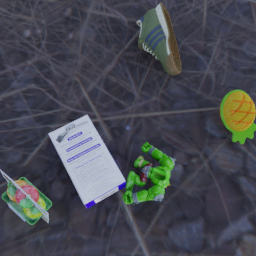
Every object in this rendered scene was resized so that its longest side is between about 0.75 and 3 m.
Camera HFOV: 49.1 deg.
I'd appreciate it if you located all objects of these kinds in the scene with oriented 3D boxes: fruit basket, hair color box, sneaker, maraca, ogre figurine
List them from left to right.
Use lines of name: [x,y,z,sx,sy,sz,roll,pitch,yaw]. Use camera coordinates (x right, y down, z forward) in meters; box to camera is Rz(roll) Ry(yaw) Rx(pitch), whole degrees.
fruit basket: [-2.296,1.572,6.186,1.400,1.511,0.708,40,67,5]
hair color box: [-1.058,0.833,7.231,1.150,0.682,2.104,-27,71,-13]
ogre figurine: [0.556,1.177,6.914,0.972,0.796,1.622,11,41,25]
sneaker: [0.884,-2.627,8.809,1.127,0.842,2.511,-19,68,28]
maraca: [3.007,-0.296,7.564,1.027,0.801,1.498,-26,105,-9]
